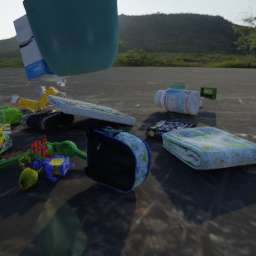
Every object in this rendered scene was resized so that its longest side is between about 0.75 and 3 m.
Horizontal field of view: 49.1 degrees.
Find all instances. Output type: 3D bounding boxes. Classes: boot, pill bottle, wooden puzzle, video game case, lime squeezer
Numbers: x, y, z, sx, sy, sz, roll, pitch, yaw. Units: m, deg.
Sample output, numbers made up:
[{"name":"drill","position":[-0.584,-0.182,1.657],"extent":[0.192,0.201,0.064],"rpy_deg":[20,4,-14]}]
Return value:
[{"name":"boot","position":[-2.876,-0.329,10.155],"extent":[1.260,0.602,1.669],"rpy_deg":[5,15,26]},{"name":"pill bottle","position":[2.177,-1.226,12.541],"extent":[1.894,1.030,1.030],"rpy_deg":[13,20,40]},{"name":"wooden puzzle","position":[-2.942,0.725,7.316],"extent":[0.531,0.063,0.896],"rpy_deg":[10,18,33]},{"name":"video game case","position":[-1.455,-0.693,10.706],"extent":[2.750,0.303,2.507],"rpy_deg":[10,9,-30]},{"name":"lime squeezer","position":[-1.829,0.720,6.919],"extent":[2.606,0.492,0.920],"rpy_deg":[0,46,-5]}]

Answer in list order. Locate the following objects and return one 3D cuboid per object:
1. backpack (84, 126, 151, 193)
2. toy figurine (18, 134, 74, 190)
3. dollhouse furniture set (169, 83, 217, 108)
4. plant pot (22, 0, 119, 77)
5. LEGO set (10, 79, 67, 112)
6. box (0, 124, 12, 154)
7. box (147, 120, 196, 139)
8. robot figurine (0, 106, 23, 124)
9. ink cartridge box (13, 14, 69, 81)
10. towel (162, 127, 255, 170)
[{"name":"backpack","position":[-0.141,0.604,5.705],"extent":[1.276,1.167,0.937],"rpy_deg":[18,22,36]},{"name":"toy figurine","position":[-1.621,0.746,6.039],"extent":[0.891,0.784,1.487],"rpy_deg":[6,17,3]},{"name":"dollhouse furniture set","position":[3.106,-1.557,13.537],"extent":[2.326,1.162,0.898],"rpy_deg":[-7,17,-28]},{"name":"plant pot","position":[-1.637,-2.996,9.156],"extent":[2.975,2.388,2.975],"rpy_deg":[-8,15,2]},{"name":"LEGO set","position":[-3.989,-1.356,13.090],"extent":[2.954,1.359,1.100],"rpy_deg":[-25,-10,19]},{"name":"box","position":[-3.719,0.438,7.144],"extent":[0.640,0.698,1.992],"rpy_deg":[1,15,2]},{"name":"box","position":[1.446,0.066,9.231],"extent":[1.275,0.319,1.285],"rpy_deg":[8,17,28]},{"name":"robot figurine","position":[-4.499,-0.426,10.507],"extent":[0.987,0.571,0.866],"rpy_deg":[-10,49,-35]},{"name":"ink cartridge box","position":[-3.091,-2.929,10.367],"extent":[0.935,2.219,1.605],"rpy_deg":[-14,2,28]},{"name":"towel","position":[2.134,0.463,7.398],"extent":[1.884,0.530,2.201],"rpy_deg":[-6,17,-18]}]
